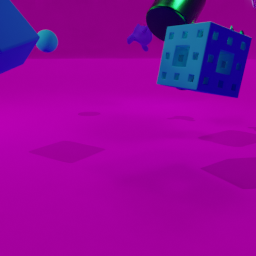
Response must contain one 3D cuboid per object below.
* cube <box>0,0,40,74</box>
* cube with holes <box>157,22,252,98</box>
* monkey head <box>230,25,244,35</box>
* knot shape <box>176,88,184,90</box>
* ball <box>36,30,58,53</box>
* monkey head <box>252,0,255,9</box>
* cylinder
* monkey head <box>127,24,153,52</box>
[{"bbox_3d":[-2.934,-1.995,6.272,1.130,1.130,1.130,-33,8,43],"label":"cube"},{"bbox_3d":[1.378,-1.226,5.207,1.087,1.087,1.087,4,10,-33],"label":"cube with holes"},{"bbox_3d":[3.015,-2.463,8.065,0.740,1.228,0.883,9,58,4],"label":"monkey head"},{"bbox_3d":[1.774,-1.584,7.342,1.216,1.299,0.600,12,27,-9],"label":"knot shape"},{"bbox_3d":[-2.987,-3.185,10.288,0.801,0.801,0.801,0,15,0],"label":"ball"},{"bbox_3d":[3.130,-2.868,5.686,1.174,1.633,0.984,-7,3,28],"label":"monkey head"},{"bbox_3d":[1.215,-2.983,7.105,1.175,1.175,1.175,26,-20,10],"label":"cylinder"},{"bbox_3d":[0.425,-3.076,9.550,0.693,1.151,0.828,36,68,20],"label":"monkey head"}]
